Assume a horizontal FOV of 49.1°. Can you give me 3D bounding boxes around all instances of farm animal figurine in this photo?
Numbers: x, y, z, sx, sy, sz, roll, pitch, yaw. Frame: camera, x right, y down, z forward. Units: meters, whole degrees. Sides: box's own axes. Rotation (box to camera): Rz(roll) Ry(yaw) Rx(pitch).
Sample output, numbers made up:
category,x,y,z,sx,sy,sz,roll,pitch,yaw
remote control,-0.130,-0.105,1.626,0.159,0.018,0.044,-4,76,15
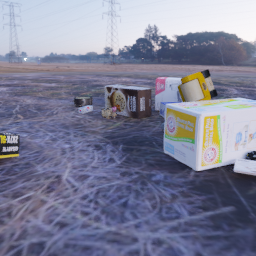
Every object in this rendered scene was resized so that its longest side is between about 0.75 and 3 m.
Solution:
category,x,y,z,sx,sy,sz,roll,pitch,yaw
farm animal figurine,-0.786,-0.646,12.282,0.997,0.526,1.008,-5,14,37

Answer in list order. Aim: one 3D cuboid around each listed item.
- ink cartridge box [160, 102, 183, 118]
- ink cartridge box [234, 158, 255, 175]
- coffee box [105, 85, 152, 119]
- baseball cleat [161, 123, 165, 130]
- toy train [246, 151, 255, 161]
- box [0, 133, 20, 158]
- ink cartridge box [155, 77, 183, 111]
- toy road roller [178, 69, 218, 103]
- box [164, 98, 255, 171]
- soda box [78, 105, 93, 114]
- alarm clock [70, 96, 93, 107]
category,x,y,z,sx,sy,sz,roll,pitch,yaw
ink cartridge box,2.350,-0.552,11.553,1.335,0.628,2.840,-1,14,-10
ink cartridge box,2.946,0.985,6.411,0.973,0.217,0.857,6,16,25
coffee box,-0.030,-1.270,13.008,0.911,1.290,2.282,-14,20,-42
baseball cleat,1.449,0.023,9.920,0.510,0.334,0.958,-12,18,-40
toy train,3.847,0.736,7.012,1.741,0.399,0.297,1,15,2
box,-4.436,0.392,6.689,2.795,0.690,2.232,1,-4,5
ink cartridge box,2.513,-1.611,13.644,2.212,1.621,0.916,7,16,24
toy road roller,2.654,-1.530,11.718,1.491,1.255,2.043,-18,4,44
box,2.536,0.047,7.620,2.793,1.416,1.571,-7,16,-25
soda box,-2.055,-0.906,13.656,0.283,0.263,0.830,8,16,28
alarm clock,-2.381,-1.491,15.435,1.046,0.516,1.551,6,18,25
